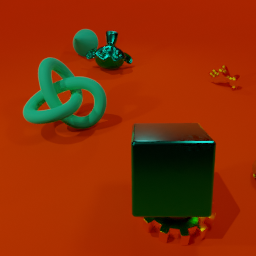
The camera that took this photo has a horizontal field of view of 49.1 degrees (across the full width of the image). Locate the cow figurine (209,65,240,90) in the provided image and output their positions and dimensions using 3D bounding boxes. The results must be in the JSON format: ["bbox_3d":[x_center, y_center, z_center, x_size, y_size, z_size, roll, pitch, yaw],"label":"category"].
[{"bbox_3d":[3.204,-1.601,9.203,0.487,0.873,0.887,-44,16,-31],"label":"cow figurine"}]

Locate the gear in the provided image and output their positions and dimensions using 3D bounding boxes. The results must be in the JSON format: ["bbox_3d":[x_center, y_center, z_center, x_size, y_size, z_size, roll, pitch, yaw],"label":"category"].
[{"bbox_3d":[0.839,1.401,4.964,1.339,0.248,1.339,0,34,0],"label":"gear"}]

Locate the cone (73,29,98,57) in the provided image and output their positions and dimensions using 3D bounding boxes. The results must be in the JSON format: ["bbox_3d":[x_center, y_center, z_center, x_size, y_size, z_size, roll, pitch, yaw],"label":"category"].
[{"bbox_3d":[-1.859,-3.419,10.984,1.101,1.101,1.105,8,9,11],"label":"cone"}]

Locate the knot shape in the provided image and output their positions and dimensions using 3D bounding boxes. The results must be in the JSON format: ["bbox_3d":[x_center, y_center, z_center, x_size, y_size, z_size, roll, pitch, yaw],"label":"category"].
[{"bbox_3d":[-1.623,-0.905,6.975,1.989,0.919,1.862,-8,68,-24],"label":"knot shape"}]

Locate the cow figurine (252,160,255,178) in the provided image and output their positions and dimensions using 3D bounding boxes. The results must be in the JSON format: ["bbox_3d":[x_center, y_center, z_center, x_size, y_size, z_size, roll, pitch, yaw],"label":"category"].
[{"bbox_3d":[3.026,0.618,5.763,1.219,1.200,0.669,-40,80,1],"label":"cow figurine"}]

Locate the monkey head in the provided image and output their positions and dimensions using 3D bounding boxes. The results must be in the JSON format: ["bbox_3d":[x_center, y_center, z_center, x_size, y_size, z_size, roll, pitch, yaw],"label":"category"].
[{"bbox_3d":[-0.644,-2.785,10.176,1.770,1.273,1.067,5,2,-6],"label":"monkey head"}]

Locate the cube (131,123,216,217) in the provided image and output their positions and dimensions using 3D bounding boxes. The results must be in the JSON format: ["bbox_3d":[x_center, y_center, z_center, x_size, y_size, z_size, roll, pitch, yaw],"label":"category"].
[{"bbox_3d":[0.656,0.617,4.542,1.182,1.182,1.182,0,14,2],"label":"cube"}]
